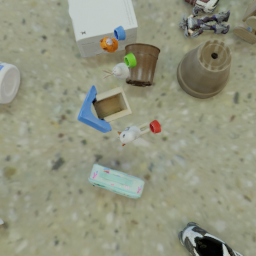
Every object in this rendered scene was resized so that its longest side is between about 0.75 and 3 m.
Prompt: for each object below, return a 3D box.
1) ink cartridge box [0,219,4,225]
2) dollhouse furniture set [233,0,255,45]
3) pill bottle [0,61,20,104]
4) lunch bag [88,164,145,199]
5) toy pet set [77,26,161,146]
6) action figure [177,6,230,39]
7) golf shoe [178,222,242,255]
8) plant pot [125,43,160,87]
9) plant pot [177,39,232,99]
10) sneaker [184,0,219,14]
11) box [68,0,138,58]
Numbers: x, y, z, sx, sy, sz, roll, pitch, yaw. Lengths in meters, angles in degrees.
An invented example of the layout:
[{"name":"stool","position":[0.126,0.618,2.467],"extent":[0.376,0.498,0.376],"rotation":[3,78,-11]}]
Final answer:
[{"name":"ink cartridge box","position":[-5.184,2.543,7.669],"extent":[2.904,1.867,1.819],"rotation":[-9,79,-3]},{"name":"dollhouse furniture set","position":[4.214,-4.232,8.610],"extent":[1.623,2.444,2.142],"rotation":[26,81,-8]},{"name":"pill bottle","position":[-4.704,-1.632,8.760],"extent":[2.219,1.263,1.263],"rotation":[16,80,3]},{"name":"lunch bag","position":[-0.356,1.565,8.134],"extent":[1.624,1.303,0.626],"rotation":[17,79,2]},{"name":"toy pet set","position":[-0.500,-0.637,5.940],"extent":[1.141,2.006,2.149],"rotation":[-21,91,-17]},{"name":"action figure","position":[2.520,-3.561,9.482],"extent":[1.727,0.599,1.124],"rotation":[-1,85,3]},{"name":"golf shoe","position":[2.631,3.752,7.764],"extent":[2.669,1.261,1.038],"rotation":[34,80,4]},{"name":"plant pot","position":[0.411,-1.962,8.946],"extent":[1.153,1.153,1.142],"rotation":[6,86,1]},{"name":"plant pot","position":[2.473,-1.932,8.712],"extent":[1.714,1.487,1.714],"rotation":[0,79,1]},{"name":"sneaker","position":[2.660,-5.407,9.620],"extent":[1.560,1.022,2.701],"rotation":[20,81,6]},{"name":"box","position":[-0.834,-3.581,9.113],"extent":[1.950,1.275,1.940],"rotation":[-13,80,-2]}]
